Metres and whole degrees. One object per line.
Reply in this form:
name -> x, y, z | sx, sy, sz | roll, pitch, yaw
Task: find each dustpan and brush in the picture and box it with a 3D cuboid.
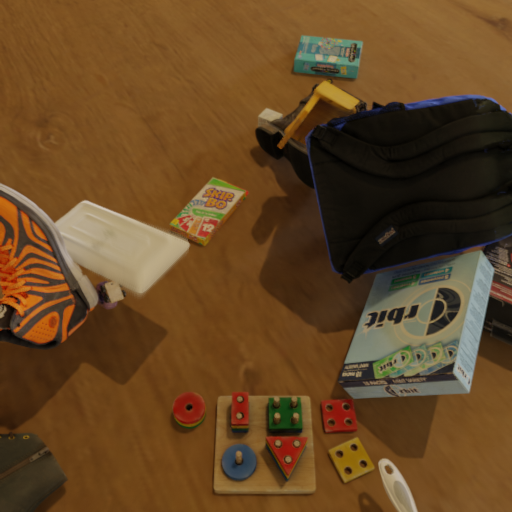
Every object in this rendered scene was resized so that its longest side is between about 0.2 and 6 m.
dustpan and brush -> 2.235, 4.004, 7.085 | 1.965, 0.806, 2.815 | -17, 52, -14

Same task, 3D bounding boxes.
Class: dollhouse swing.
dollhouse swing -> 1.134, -2.376, 10.375 | 1.097, 1.207, 1.061 | 25, 52, -15

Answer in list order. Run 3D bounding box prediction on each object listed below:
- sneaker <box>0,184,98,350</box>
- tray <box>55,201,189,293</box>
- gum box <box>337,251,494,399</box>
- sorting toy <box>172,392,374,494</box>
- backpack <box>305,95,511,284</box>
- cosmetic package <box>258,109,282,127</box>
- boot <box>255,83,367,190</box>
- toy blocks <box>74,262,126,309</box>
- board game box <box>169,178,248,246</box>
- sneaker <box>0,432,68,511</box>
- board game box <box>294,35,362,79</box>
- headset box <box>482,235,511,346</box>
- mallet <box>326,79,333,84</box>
sneaker -> -3.390, 0.301, 7.921 | 1.026, 2.644, 1.481 | -6, 38, 35
tray -> -2.308, -0.270, 8.824 | 2.279, 0.253, 1.224 | 22, 50, 23
gum box -> 2.552, 1.103, 8.905 | 2.008, 0.526, 2.363 | -18, 33, 44
sorting toy -> 0.225, 2.713, 8.352 | 3.041, 0.514, 1.466 | 0, 51, 0
backpack -> 2.759, -1.441, 9.891 | 3.396, 2.760, 2.850 | -12, 14, 10
cosmetic package -> 0.335, -3.188, 13.314 | 0.464, 0.388, 0.386 | 26, 55, 20
boot -> 1.575, -2.822, 12.477 | 2.409, 0.958, 2.767 | -36, 58, -18
toy blocks -> -3.649, 0.399, 9.844 | 1.873, 1.576, 1.750 | -17, 85, -38
board game box -> -0.935, -0.993, 11.615 | 0.844, 0.265, 1.766 | 24, 52, 18
sneaker -> -4.091, 2.802, 8.060 | 2.811, 1.051, 1.493 | 39, 55, 16
board game box -> 1.951, -5.375, 15.113 | 1.699, 0.399, 1.282 | 9, 51, 7
headset box -> 4.940, 0.446, 9.775 | 2.119, 1.070, 2.851 | 26, 59, 21
mallet -> 1.522, -3.977, 14.042 | 0.585, 0.365, 1.776 | 11, 47, 8
